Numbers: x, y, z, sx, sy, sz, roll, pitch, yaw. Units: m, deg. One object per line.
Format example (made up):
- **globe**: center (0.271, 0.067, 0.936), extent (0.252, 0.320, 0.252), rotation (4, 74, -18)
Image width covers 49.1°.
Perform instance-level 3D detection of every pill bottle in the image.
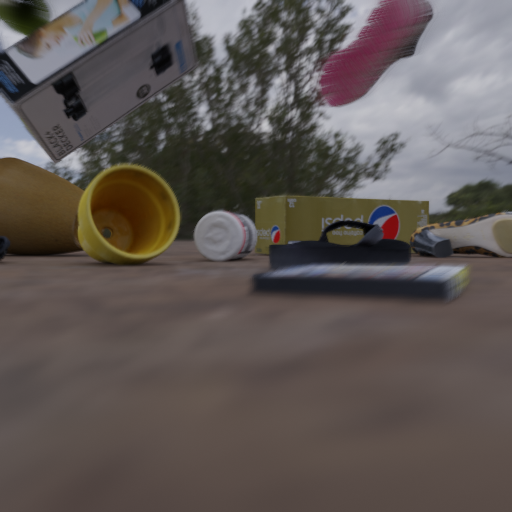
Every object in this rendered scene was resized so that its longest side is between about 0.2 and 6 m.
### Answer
- **pill bottle**: center (-0.349, -0.255, 7.456), extent (0.638, 0.638, 1.152), rotation (0, 2, 13)

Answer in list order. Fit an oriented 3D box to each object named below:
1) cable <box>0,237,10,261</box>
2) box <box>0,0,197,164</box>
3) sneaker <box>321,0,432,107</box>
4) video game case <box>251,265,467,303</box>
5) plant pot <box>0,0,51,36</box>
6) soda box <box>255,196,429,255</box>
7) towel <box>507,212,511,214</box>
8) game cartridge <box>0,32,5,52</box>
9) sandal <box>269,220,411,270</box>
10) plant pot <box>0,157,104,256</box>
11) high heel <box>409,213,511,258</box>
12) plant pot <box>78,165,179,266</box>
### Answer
- **cable**: center (-3.389, -0.060, 6.359), extent (1.046, 0.326, 1.283), rotation (-2, 3, -36)
- **box**: center (-2.666, -3.231, 9.570), extent (3.279, 0.986, 1.913), rotation (-38, -15, -13)
- **sneaker**: center (1.970, -3.273, 9.053), extent (1.011, 0.853, 2.312), rotation (-24, -14, -37)
- **video game case**: center (0.631, 0.138, 3.217), extent (1.038, 0.132, 0.938), rotation (1, 2, 24)
- **plant pot**: center (-3.789, -4.142, 9.147), extent (0.778, 0.739, 0.778), rotation (-13, -37, -10)
- **soda box**: center (1.577, -0.524, 9.979), extent (3.130, 1.002, 1.060), rotation (0, 3, -28)
- **towel**: center (5.445, -0.446, 11.315), extent (1.915, 0.820, 1.586), rotation (-1, 0, 9)
- **game cartridge**: center (-4.912, -3.956, 10.216), extent (0.168, 0.823, 0.548), rotation (-33, -23, 31)
- **sandal**: center (1.019, -0.140, 5.970), extent (0.890, 0.501, 2.342), rotation (1, 2, 33)
- **plant pot**: center (-3.421, -0.665, 9.180), extent (1.761, 1.641, 1.641), rotation (13, 6, 20)
- **high heel**: center (3.459, -0.352, 8.843), extent (1.923, 0.687, 1.371), rotation (-9, 8, -1)
- **plant pot**: center (-1.536, -0.356, 6.288), extent (1.056, 1.056, 0.993), rotation (-1, -13, -35)
